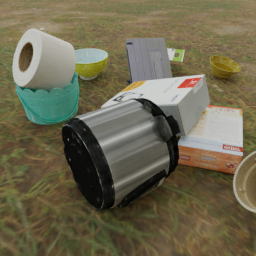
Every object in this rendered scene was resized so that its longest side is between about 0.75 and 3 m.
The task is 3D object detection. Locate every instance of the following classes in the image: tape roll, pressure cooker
[{"bbox_3d":[-3.096,-2.376,10.274,1.432,2.085,2.085,10,19,-47],"label":"tape roll"},{"bbox_3d":[-0.028,0.507,7.464,2.847,2.543,2.504,-22,36,-28],"label":"pressure cooker"}]

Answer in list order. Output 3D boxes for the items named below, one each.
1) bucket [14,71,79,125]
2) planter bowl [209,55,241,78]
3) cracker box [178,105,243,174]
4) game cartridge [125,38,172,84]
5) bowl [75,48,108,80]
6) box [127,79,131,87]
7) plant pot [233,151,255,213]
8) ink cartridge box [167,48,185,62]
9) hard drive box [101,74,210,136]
[{"bbox_3d":[-3.068,-1.307,11.013,2.404,1.564,2.404,-1,35,1],"label":"bucket"},{"bbox_3d":[4.759,-2.971,14.122,1.610,0.670,1.610,9,42,-8],"label":"planter bowl"},{"bbox_3d":[2.800,0.220,9.428,1.880,0.810,2.807,10,35,16],"label":"cracker box"},{"bbox_3d":[0.963,-2.528,12.203,1.858,0.550,2.866,-4,78,-16],"label":"game cartridge"},{"bbox_3d":[-2.019,-3.097,14.006,2.107,1.134,2.107,-1,35,1],"label":"bowl"},{"bbox_3d":[0.510,-1.964,12.752,1.028,0.679,0.590,-29,40,-35],"label":"box"},{"bbox_3d":[3.652,1.508,6.682,1.482,1.619,1.619,34,23,-27],"label":"plant pot"},{"bbox_3d":[1.659,-3.566,14.890,2.456,0.931,1.816,9,35,10],"label":"ink cartridge box"},{"bbox_3d":[0.985,-0.795,9.784,2.993,1.150,2.333,1,30,36],"label":"hard drive box"}]
